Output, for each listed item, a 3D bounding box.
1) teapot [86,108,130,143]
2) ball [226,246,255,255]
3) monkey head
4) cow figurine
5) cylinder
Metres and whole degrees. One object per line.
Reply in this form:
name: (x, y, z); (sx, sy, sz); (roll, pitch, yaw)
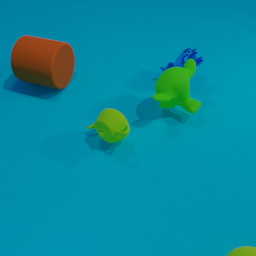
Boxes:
teapot: (-0.451, -0.016, 6.554); (1.346, 0.837, 0.659); (12, 42, 45)
ball: (1.886, 2.301, 4.275); (0.915, 0.915, 0.915); (0, 48, 0)
monkey head: (1.290, -0.944, 7.026); (1.189, 0.996, 1.652); (33, 64, 24)
cow figurine: (1.470, -1.733, 7.929); (1.123, 0.626, 1.141); (-40, 15, 6)
cylinder: (-2.375, -1.859, 7.939); (1.296, 1.296, 1.296); (14, 50, 13)
